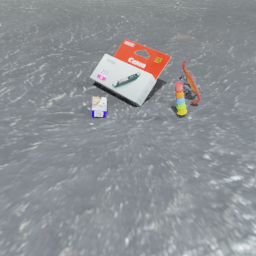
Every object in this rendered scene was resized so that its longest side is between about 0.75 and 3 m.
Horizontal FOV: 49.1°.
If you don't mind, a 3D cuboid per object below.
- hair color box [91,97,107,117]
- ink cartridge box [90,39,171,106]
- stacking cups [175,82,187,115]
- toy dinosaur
[{"bbox_3d":[-0.939,-0.692,9.126,0.468,0.278,0.857,3,33,-7],"label":"hair color box"},{"bbox_3d":[0.046,-2.125,9.888,2.334,0.508,2.026,32,90,33],"label":"ink cartridge box"},{"bbox_3d":[1.594,-0.881,8.494,0.316,1.043,0.316,-9,42,8],"label":"stacking cups"},{"bbox_3d":[2.078,-1.395,9.413,0.666,1.269,1.152,-29,51,11],"label":"toy dinosaur"}]
